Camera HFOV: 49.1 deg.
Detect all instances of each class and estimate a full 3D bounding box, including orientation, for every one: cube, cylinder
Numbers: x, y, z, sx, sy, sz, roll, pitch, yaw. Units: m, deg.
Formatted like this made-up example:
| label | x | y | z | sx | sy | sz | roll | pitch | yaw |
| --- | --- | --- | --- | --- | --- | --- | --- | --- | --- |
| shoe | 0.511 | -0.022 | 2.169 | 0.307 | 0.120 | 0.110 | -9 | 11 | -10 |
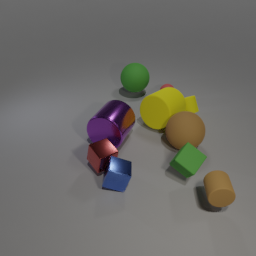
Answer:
| label | x | y | z | sx | sy | sz | roll | pitch | yaw |
| --- | --- | --- | --- | --- | --- | --- | --- | --- | --- |
| cube | -0.327 | 1.389 | 8.479 | 0.700 | 0.700 | 0.700 | 17 | 32 | -10 |
| cylinder | 2.613 | -0.968 | 12.021 | 0.700 | 0.700 | 0.700 | -16 | 6 | 2 |
| cube | 1.776 | 0.972 | 8.351 | 0.700 | 0.700 | 0.700 | 38 | 72 | 7 |
| cylinder | -0.599 | -0.132 | 10.353 | 1.400 | 1.400 | 1.400 | 12 | 34 | 18 |
| cylinder | 2.417 | 1.610 | 7.453 | 0.700 | 0.700 | 0.700 | 2 | 33 | 2 |
| cube | -0.817 | 0.875 | 8.943 | 0.700 | 0.700 | 0.700 | -20 | 52 | -34 |
| cylinder | 1.415 | -0.813 | 11.282 | 1.400 | 1.400 | 1.400 | 21 | 31 | 29 |

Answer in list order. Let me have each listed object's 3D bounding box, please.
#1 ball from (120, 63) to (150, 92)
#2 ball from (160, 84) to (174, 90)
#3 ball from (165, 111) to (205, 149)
| label | x | y | z | sx | sy | sz | roll | pitch | yaw |
| --- | --- | --- | --- | --- | --- | --- | --- | --- | --- |
| ball | 0.337 | -2.421 | 13.470 | 1.400 | 1.400 | 1.400 | 0 | 33 | 0 |
| ball | 1.801 | -1.675 | 12.840 | 0.700 | 0.700 | 0.700 | 0 | 33 | 0 |
| ball | 2.045 | 0.098 | 10.012 | 1.400 | 1.400 | 1.400 | 0 | 33 | 0 |
